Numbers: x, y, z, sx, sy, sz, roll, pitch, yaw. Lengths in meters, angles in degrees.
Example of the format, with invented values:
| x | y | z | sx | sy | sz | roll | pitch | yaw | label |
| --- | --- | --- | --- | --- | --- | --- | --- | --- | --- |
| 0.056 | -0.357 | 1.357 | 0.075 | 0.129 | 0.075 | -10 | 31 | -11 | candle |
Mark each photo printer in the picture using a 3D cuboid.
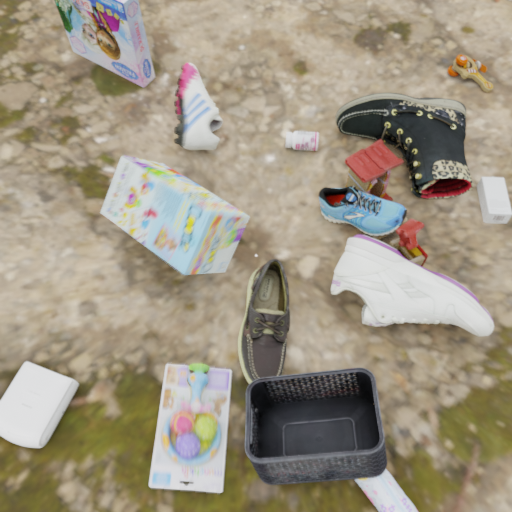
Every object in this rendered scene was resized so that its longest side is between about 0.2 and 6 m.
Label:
| x | y | z | sx | sy | sz | roll | pitch | yaw | label |
| --- | --- | --- | --- | --- | --- | --- | --- | --- | --- |
| -3.688 | 2.482 | 9.249 | 1.030 | 0.430 | 1.238 | 19 | 61 | 11 | photo printer |

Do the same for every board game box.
| x | y | z | sx | sy | sz | roll | pitch | yaw | label |
| --- | --- | --- | --- | --- | --- | --- | --- | --- | --- |
| -1.504 | -0.751 | 10.255 | 2.331 | 1.201 | 1.222 | 34 | 107 | 28 | board game box |
| -3.499 | -5.237 | 12.703 | 2.317 | 2.312 | 0.477 | 30 | 65 | 17 | board game box |

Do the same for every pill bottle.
| x | y | z | sx | sy | sz | roll | pitch | yaw | label |
| --- | --- | --- | --- | --- | --- | --- | --- | --- | --- |
| 0.998 | -2.508 | 12.206 | 0.698 | 0.396 | 0.396 | 4 | 60 | 3 | pill bottle |

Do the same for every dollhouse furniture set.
| x | y | z | sx | sy | sz | roll | pitch | yaw | label |
| --- | --- | --- | --- | --- | --- | --- | --- | --- | --- |
| 2.644 | -0.942 | 10.803 | 0.934 | 1.236 | 2.297 | -28 | 63 | -15 | dollhouse furniture set |

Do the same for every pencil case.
| x | y | z | sx | sy | sz | roll | pitch | yaw | label |
| --- | --- | --- | --- | --- | --- | --- | --- | --- | --- |
| 2.043 | 3.722 | 8.441 | 0.524 | 0.572 | 1.261 | -36 | 64 | -5 | pencil case |

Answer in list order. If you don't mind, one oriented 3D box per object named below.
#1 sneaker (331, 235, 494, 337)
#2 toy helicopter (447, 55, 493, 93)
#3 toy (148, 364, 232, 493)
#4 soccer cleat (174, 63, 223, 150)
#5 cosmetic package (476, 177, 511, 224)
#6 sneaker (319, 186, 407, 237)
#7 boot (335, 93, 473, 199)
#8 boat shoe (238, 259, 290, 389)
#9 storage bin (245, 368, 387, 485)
| x | y | z | sx | sy | sz | roll | pitch | yaw | label |
| --- | --- | --- | --- | --- | --- | --- | --- | --- | --- |
| 2.721 | 0.822 | 10.042 | 2.925 | 1.095 | 1.457 | 28 | 90 | 10 | sneaker |
| 5.219 | -4.349 | 13.352 | 0.774 | 0.462 | 1.171 | -32 | 75 | -27 | toy helicopter |
| -1.019 | 2.679 | 9.045 | 1.152 | 0.472 | 2.000 | 6 | 55 | -5 | toy |
| -1.281 | -3.289 | 12.534 | 1.030 | 0.833 | 2.386 | 6 | 59 | -16 | soccer cleat |
| 4.855 | -1.142 | 11.439 | 0.484 | 0.352 | 0.952 | 4 | 58 | 2 | cosmetic package |
| 1.963 | -0.917 | 10.731 | 1.830 | 0.823 | 0.717 | 13 | 70 | 32 | sneaker |
| 3.111 | -2.296 | 11.743 | 2.810 | 1.014 | 2.122 | 1 | 62 | 1 | boot |
| 0.156 | 1.132 | 9.798 | 0.864 | 0.765 | 2.360 | 5 | 60 | -9 | boat shoe |
| 0.907 | 2.609 | 8.570 | 2.008 | 0.941 | 1.357 | -8 | 47 | 9 | storage bin |
